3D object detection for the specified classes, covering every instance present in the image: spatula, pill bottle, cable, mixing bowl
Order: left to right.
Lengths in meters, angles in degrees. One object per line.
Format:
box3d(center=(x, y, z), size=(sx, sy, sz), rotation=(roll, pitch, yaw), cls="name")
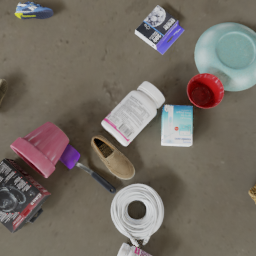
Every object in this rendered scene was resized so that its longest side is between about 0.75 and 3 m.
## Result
box3d(center=(-1.510, 1.593, 10.509), size=(2.654, 0.273, 0.750), rotation=(36, 99, 3), cls="spatula")
box3d(center=(0.228, -0.556, 10.389), size=(1.289, 1.289, 2.274), rotation=(43, 82, 7), cls="pill bottle")
box3d(center=(0.322, 4.629, 9.730), size=(1.382, 0.783, 0.783), rotation=(27, 81, 5), cls="pill bottle")
box3d(center=(0.345, 2.972, 10.076), size=(1.890, 0.654, 1.890), rotation=(41, 84, 10), cls="cable")
box3d(center=(2.899, -1.331, 10.804), size=(1.382, 0.748, 1.382), rotation=(0, 79, 0), cls="mixing bowl")

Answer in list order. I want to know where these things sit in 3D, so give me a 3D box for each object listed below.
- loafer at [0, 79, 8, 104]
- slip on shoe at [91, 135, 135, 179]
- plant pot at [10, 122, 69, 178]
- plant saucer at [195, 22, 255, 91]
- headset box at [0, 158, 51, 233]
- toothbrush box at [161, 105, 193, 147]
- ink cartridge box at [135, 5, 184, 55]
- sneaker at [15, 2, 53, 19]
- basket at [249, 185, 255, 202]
box3d(center=(-5.317, -1.087, 10.814), size=(0.640, 0.709, 1.875), rotation=(14, 66, 14), cls="loafer")
box3d(center=(-0.579, 1.080, 10.430), size=(0.800, 0.637, 2.104), rotation=(-40, 82, -6), cls="slip on shoe")
box3d(center=(-3.036, 0.677, 10.099), size=(1.707, 1.707, 1.528), rotation=(38, 67, 6), cls="plant pot")
box3d(center=(4.214, -2.987, 11.197), size=(3.004, 0.578, 3.004), rotation=(0, 79, 0), cls="plant saucer")
box3d(center=(-4.069, 2.457, 10.069), size=(2.258, 0.872, 1.680), rotation=(39, 82, 5), cls="headset box")
box3d(center=(1.847, -0.074, 10.639), size=(1.096, 0.638, 1.497), rotation=(4, 81, 1), cls="toothbrush box")
box3d(center=(1.324, -4.031, 11.502), size=(1.512, 0.328, 1.498), rotation=(39, 82, 5), cls="ink cartridge box")
box3d(center=(-3.859, -4.889, 11.535), size=(1.550, 0.573, 0.637), rotation=(2, 78, -1), cls="sneaker")
box3d(center=(5.450, 2.581, 9.129), size=(1.906, 2.670, 1.989), rotation=(-31, 81, -5), cls="basket")
